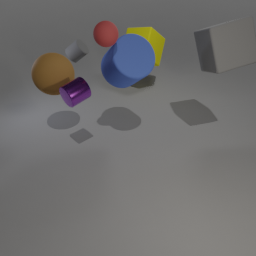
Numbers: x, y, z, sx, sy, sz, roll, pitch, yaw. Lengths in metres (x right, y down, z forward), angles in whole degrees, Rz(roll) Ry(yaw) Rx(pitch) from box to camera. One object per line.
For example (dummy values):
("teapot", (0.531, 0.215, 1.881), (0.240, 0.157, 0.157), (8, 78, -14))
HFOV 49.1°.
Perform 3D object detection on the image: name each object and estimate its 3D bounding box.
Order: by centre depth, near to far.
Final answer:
("ball", (-0.614, -2.611, 7.784), (0.700, 0.700, 0.700), (0, 32, 0))
("cylinder", (-1.586, -1.081, 8.435), (0.700, 0.700, 0.700), (-36, 45, -26))
("cylinder", (-0.035, -2.116, 9.061), (1.400, 1.400, 1.400), (-14, 0, -21))
("cube", (3.157, -2.674, 9.121), (1.400, 1.400, 1.400), (-17, 16, -2))
("ball", (-2.494, -1.798, 9.363), (1.400, 1.400, 1.400), (0, 32, 0))
("cylinder", (-2.100, -3.178, 11.553), (0.700, 0.700, 0.700), (-30, 20, 28))
("cube", (0.745, -3.887, 13.478), (1.400, 1.400, 1.400), (13, -1, 36))
